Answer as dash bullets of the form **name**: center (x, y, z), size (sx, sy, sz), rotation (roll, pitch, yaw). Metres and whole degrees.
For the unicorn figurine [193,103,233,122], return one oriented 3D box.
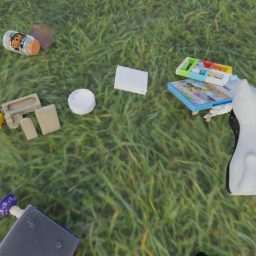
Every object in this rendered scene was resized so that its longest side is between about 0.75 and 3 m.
- **unicorn figurine**: center (3.472, -0.832, 10.899), size (1.672, 0.899, 2.434), rotation (-27, 57, -27)

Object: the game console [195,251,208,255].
- **game console**: center (2.708, 4.866, 7.957), size (2.455, 0.296, 1.448), rotation (34, 65, 17)

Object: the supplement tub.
- **supplement tub**: center (-4.799, -3.817, 12.684), size (1.432, 0.877, 0.877), rotation (18, 61, 11)

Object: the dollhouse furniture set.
- **dollhouse furniture set**: center (-3.763, -0.766, 10.469), size (1.744, 1.494, 1.834), rotation (-22, 63, -17)

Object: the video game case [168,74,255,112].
- **video game case**: center (3.334, -1.505, 11.044), size (2.925, 0.260, 2.093), rotation (-12, 36, -15)

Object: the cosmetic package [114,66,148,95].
- **cosmetic package**: center (0.117, -1.681, 9.817), size (1.113, 0.287, 0.839), rotation (12, 59, -9)

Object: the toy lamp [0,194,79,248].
- **toy lamp**: center (-2.790, 3.033, 8.774), size (2.752, 0.801, 0.801), rotation (27, 63, 16)

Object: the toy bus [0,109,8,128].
- **toy bus**: center (-5.082, -0.410, 10.949), size (0.814, 0.446, 0.863), rotation (-36, 66, -19)

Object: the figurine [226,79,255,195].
- **figurine**: center (3.049, 0.338, 7.164), size (1.179, 2.739, 2.672), rotation (-5, 76, 16)

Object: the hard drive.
- **hard drive**: center (-2.777, 3.923, 7.835), size (2.014, 0.632, 2.986), rotation (29, 84, 16)

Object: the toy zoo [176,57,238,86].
- **toy zoo**: center (3.359, -2.361, 11.718), size (2.346, 0.240, 1.539), rotation (19, 40, 19)

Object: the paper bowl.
- **paper bowl**: center (-1.835, -1.008, 11.236), size (1.051, 0.546, 1.051), rotation (0, 60, 0)
